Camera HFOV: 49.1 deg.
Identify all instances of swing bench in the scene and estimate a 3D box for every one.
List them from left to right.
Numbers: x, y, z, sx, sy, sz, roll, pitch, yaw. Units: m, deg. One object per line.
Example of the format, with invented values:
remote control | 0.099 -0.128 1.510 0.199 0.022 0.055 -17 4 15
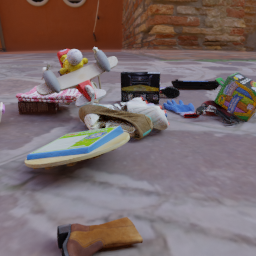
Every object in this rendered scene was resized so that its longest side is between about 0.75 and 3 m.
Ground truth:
swing bench | -2.384 -2.036 14.047 2.138 1.387 2.127 -3 20 8

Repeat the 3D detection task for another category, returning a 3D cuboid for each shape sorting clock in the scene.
shape sorting clock | -1.295 0.549 7.407 2.759 0.541 2.759 -14 12 3

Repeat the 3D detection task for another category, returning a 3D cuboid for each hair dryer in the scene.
hair dryer | 3.749 -0.583 11.408 1.683 0.600 2.209 27 33 19

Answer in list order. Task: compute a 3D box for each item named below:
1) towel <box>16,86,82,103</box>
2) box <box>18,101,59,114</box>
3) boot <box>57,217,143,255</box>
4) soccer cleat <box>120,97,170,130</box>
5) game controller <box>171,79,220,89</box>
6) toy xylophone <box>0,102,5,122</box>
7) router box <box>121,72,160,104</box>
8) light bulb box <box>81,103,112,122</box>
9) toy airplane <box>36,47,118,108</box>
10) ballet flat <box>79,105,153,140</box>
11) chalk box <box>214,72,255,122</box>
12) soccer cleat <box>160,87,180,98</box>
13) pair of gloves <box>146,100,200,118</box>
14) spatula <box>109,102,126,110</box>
towel | -3.205 -1.467 12.130 2.602 0.389 1.904 2 17 6
box | -3.847 -0.971 12.135 1.584 0.593 0.793 1 19 -4
boot | -0.401 1.931 4.475 1.326 0.454 1.249 1 11 -20
soccer cleat | 0.598 -0.448 10.410 1.036 0.926 2.672 -26 27 -13
game controller | 4.081 -2.742 17.067 2.837 0.598 1.480 2 20 2
toy xylophone | -5.814 -0.265 9.911 2.898 0.728 2.122 -12 23 -28
router box | 0.604 -1.945 13.510 1.883 1.480 0.492 3 20 8
light bulb box | -1.242 -0.560 10.964 0.923 0.576 0.915 11 23 30
toy airplane | -1.944 -2.133 10.882 2.618 1.855 2.629 11 53 8
ballet flat | -0.635 -0.119 9.514 2.928 0.993 1.059 12 41 20
chalk box | 4.426 -1.398 11.358 1.998 1.238 1.247 38 37 24
soccer cleat | 1.829 -1.886 14.764 1.763 0.601 0.645 1 9 1
pair of gloves | 1.638 -0.822 12.120 2.763 0.315 2.221 -3 20 -9
spatula | -0.353 -0.928 12.702 1.009 0.117 1.451 -6 20 -18
